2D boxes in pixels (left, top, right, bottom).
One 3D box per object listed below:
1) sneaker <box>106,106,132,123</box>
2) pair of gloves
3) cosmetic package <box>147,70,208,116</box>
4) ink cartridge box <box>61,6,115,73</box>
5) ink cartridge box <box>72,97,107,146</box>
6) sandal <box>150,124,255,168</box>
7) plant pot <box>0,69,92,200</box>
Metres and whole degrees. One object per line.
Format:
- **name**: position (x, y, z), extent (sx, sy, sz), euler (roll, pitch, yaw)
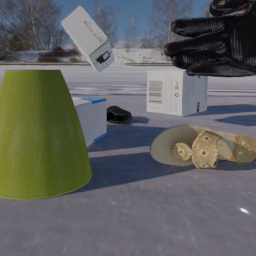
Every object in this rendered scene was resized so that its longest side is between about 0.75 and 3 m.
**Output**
- **sneaker**: position (-0.542, -0.497, 10.234), extent (0.908, 0.523, 1.740), euler (-3, 14, -39)
- **pair of gloves**: position (1.688, -2.140, 4.242), extent (2.432, 2.730, 0.337), euler (-5, 16, 3)
- **cosmetic package**: position (2.221, -1.638, 12.458), extent (1.857, 1.855, 2.251), euler (10, 17, 41)
- **ink cartridge box**: position (-1.053, -2.369, 7.756), extent (0.689, 1.212, 1.664), euler (-39, -5, 0)
- **ink cartridge box**: position (-2.110, -0.239, 7.426), extent (2.647, 1.137, 1.938), euler (2, 11, 17)
- **sandal**: position (1.593, 0.374, 5.262), extent (2.246, 0.824, 0.739), euler (2, 4, -13)
- **plant pot**: position (-1.504, -0.038, 4.698), extent (1.734, 1.853, 1.734), euler (0, 11, 0)
